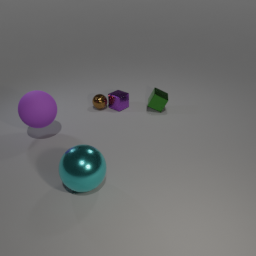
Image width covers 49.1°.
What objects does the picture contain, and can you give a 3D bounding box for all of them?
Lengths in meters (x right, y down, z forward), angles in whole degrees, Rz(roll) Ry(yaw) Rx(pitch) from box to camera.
[{"bbox_3d":[-0.431,-1.282,13.000,0.700,0.700,0.700,23,37,35],"label":"cube"},{"bbox_3d":[1.357,-1.282,12.692,0.700,0.700,0.700,24,33,-10],"label":"cube"},{"bbox_3d":[-3.347,-0.691,10.407,1.400,1.400,1.400,0,31,0],"label":"ball"},{"bbox_3d":[-1.333,1.182,8.269,1.400,1.400,1.400,0,31,0],"label":"ball"},{"bbox_3d":[-1.296,-1.220,12.911,0.700,0.700,0.700,0,31,0],"label":"ball"}]
